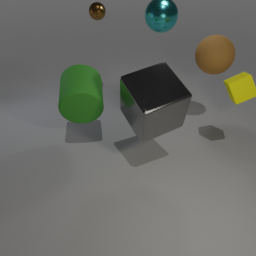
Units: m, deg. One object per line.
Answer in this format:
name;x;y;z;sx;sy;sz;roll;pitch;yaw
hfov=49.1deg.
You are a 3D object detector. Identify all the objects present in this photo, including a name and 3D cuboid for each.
ball;1.401;-4.735;11.756;1.400;1.400;1.400;0;30;0
ball;3.153;-2.655;10.174;1.400;1.400;1.400;0;30;0
cube;3.494;-1.246;8.702;0.700;0.700;0.700;-23;15;13
ball;-1.262;-4.802;11.526;0.700;0.700;0.700;0;30;0
cube;0.690;-0.702;7.729;1.400;1.400;1.400;-22;59;-16
cylinder;-1.529;-1.110;9.164;1.400;1.400;1.400;-3;49;-6
